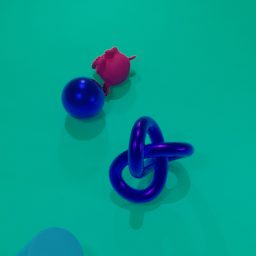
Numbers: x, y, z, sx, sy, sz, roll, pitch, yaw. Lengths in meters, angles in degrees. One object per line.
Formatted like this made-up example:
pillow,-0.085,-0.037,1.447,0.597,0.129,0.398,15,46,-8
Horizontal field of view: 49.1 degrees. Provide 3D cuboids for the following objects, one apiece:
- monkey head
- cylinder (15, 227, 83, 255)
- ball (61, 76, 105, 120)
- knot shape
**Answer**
monkey head,-0.530,-1.822,8.619,1.684,1.015,1.212,-55,28,-17
cylinder,-1.560,2.595,5.293,1.077,1.077,1.077,27,39,-24
ball,-1.234,-0.818,7.727,1.195,1.195,1.195,0,58,0
knot shape,0.458,0.629,6.319,2.093,1.958,0.967,-34,45,-10
